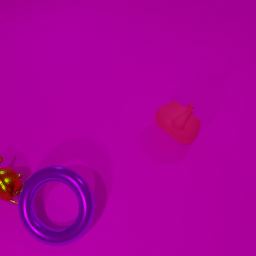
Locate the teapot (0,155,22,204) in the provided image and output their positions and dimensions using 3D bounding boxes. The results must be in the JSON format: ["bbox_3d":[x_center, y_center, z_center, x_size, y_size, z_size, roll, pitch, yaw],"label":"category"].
[{"bbox_3d":[-3.093,1.342,7.160,0.715,0.908,1.460,-29,74,-34],"label":"teapot"}]

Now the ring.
[{"bbox_3d":[-1.708,1.839,6.646,1.912,0.382,1.912,0,91,9],"label":"ring"}]

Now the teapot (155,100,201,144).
[{"bbox_3d":[1.409,-0.228,7.548,1.297,2.086,1.021,40,95,5],"label":"teapot"}]
